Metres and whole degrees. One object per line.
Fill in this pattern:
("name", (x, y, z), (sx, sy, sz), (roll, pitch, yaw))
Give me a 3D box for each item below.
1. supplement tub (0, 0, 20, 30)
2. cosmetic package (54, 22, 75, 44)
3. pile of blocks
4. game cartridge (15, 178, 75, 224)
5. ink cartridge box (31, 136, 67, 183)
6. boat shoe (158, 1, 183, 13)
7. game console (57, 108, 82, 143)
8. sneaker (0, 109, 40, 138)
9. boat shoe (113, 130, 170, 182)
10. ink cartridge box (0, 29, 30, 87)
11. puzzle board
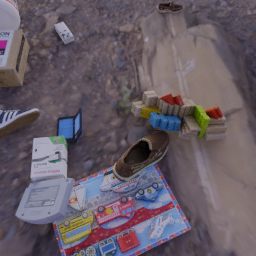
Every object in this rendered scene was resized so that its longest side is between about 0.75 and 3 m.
("supplement tub", (-4.820, -4.465, 10.065), (1.567, 1.567, 2.233), (-16, 60, -10))
("cosmetic package", (-2.334, -3.489, 10.245), (0.383, 0.235, 0.929), (-26, 61, -17))
("pile of blocks", (1.440, -0.411, 7.709), (2.752, 0.855, 1.130), (12, 39, 5))
("game cartridge", (-1.945, 1.710, 6.516), (1.500, 0.304, 1.000), (-13, 44, 32))
("ink cartridge box", (-2.056, 0.843, 7.377), (0.840, 0.485, 1.150), (-6, 58, -4))
("boat shoe", (1.677, -4.760, 10.964), (1.010, 0.363, 0.364), (-1, 58, 0))
("game console", (-1.660, -0.074, 7.951), (0.537, 0.775, 0.908), (10, 54, -26))
("sneaker", (-3.389, -0.357, 8.106), (1.530, 0.536, 0.830), (-29, 64, -13))
("boat shoe", (0.489, 0.579, 7.167), (0.752, 0.753, 2.036), (38, 51, 15))
("ink cartridge box", (-4.546, -2.249, 9.103), (2.265, 0.851, 1.866), (-4, 59, -1))
("puzzle board", (-0.308, 2.008, 6.790), (2.971, 0.258, 2.239), (-20, 60, -13))
